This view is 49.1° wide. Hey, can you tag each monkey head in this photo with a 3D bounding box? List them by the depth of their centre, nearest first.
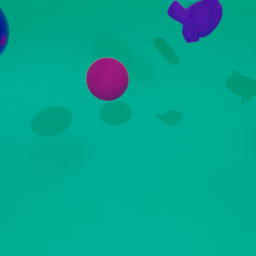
[{"bbox_3d":[1.003,-1.691,4.189,0.741,1.030,0.620,37,60,-1],"label":"monkey head"}]

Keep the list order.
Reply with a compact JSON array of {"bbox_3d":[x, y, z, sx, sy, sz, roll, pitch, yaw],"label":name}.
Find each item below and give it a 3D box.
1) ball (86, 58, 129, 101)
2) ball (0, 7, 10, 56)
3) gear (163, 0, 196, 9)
[{"bbox_3d":[-0.467,-1.106,6.395,0.979,0.979,0.979,0,44,0],"label":"ball"},{"bbox_3d":[-2.401,-1.498,4.192,1.160,1.160,1.160,0,44,0],"label":"ball"},{"bbox_3d":[1.324,-4.198,7.665,0.359,1.939,1.939,-16,46,-10],"label":"gear"}]
